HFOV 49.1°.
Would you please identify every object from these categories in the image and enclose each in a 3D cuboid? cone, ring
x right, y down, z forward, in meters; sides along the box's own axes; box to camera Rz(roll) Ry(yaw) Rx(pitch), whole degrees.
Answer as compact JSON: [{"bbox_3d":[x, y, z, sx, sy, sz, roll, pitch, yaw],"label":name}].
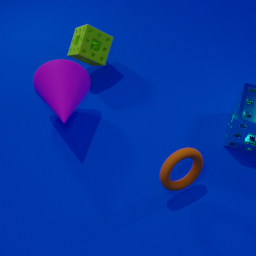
[{"bbox_3d":[-1.743,-0.706,7.534,1.606,1.606,1.612,-9,47,-6],"label":"cone"},{"bbox_3d":[1.280,0.997,6.662,1.184,1.184,0.237,-23,36,-16],"label":"ring"}]

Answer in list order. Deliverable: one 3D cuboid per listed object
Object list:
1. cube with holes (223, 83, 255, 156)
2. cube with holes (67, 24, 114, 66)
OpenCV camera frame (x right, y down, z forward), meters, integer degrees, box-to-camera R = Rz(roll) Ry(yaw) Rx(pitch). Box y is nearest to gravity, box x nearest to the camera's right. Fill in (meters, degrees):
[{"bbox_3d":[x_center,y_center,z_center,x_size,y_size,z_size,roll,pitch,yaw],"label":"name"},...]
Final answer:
[{"bbox_3d":[3.549,-0.161,7.660,1.317,1.317,1.317,18,57,12],"label":"cube with holes"},{"bbox_3d":[-1.224,-2.631,9.050,0.952,0.952,0.952,18,91,56],"label":"cube with holes"}]
